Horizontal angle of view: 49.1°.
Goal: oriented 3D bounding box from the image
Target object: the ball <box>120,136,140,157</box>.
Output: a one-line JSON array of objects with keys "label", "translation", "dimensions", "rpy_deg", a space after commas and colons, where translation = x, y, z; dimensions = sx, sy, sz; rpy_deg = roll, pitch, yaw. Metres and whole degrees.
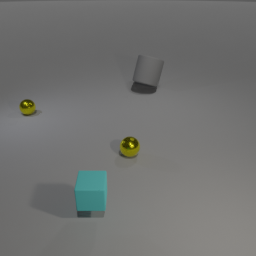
[{"label": "ball", "translation": [0.065, 0.633, 9.514], "dimensions": [0.700, 0.700, 0.700], "rpy_deg": [0, 28, 0]}]

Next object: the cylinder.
[{"label": "cylinder", "translation": [1.069, -3.022, 14.826], "dimensions": [1.400, 1.400, 1.400], "rpy_deg": [14, 10, -3]}]

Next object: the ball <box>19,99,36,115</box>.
[{"label": "ball", "translation": [-4.485, -0.938, 12.503], "dimensions": [0.700, 0.700, 0.700], "rpy_deg": [0, 28, 0]}]

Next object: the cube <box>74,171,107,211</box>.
[{"label": "cube", "translation": [-0.885, 1.526, 6.843], "dimensions": [0.700, 0.700, 0.700], "rpy_deg": [0, 32, -1]}]
